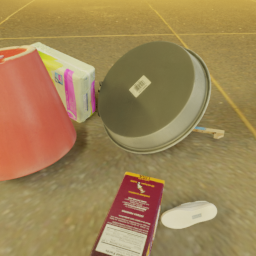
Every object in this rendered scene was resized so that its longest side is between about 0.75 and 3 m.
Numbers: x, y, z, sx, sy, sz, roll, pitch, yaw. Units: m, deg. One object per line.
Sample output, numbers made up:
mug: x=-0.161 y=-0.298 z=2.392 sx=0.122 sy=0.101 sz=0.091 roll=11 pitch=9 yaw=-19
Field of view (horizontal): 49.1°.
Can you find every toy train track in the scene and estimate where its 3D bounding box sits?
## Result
toy train track: x=1.258 y=0.084 z=6.777 sx=2.012 sy=1.154 sz=0.327 roll=8 pitch=79 yaw=18

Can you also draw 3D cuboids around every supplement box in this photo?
supplement box: x=0.042 y=1.615 z=4.339 sx=0.716 sy=0.923 sz=1.672 roll=11 pitch=36 yaw=12

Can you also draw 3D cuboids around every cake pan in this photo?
cake pan: x=0.441 y=-0.849 z=6.613 sx=2.902 sy=0.532 sz=2.902 roll=-14 pitch=62 yaw=27

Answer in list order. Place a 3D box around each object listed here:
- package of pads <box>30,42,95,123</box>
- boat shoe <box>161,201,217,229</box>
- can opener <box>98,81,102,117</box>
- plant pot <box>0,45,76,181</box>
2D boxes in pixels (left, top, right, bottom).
package of pads: x=-1.871 y=-1.232 z=7.758 sx=2.113 sy=1.632 sz=0.721 roll=28 pitch=50 yaw=20
boat shoe: x=1.066 y=1.513 z=5.053 sx=1.023 sy=0.368 sz=0.351 roll=-15 pitch=9 yaw=-8
can opener: x=-0.655 y=-0.963 z=8.424 sx=0.677 sy=0.546 sz=1.722 roll=13 pitch=36 yaw=-3
plant pot: x=-2.394 y=-0.440 z=5.656 sx=2.344 sy=2.074 sz=2.344 roll=-7 pitch=27 yaw=3
